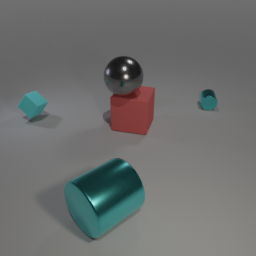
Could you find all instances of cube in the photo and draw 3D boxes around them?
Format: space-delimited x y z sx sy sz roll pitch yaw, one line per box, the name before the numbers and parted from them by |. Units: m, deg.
cube | -3.784 -0.943 11.178 0.700 0.700 0.700 43 27 1
cube | 0.203 -0.745 10.793 1.400 1.400 1.400 8 30 13

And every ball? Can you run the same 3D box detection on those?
ball | -0.154 -1.801 9.803 1.400 1.400 1.400 0 30 0

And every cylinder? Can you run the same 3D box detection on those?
cylinder | -0.555 1.608 6.645 1.400 1.400 1.400 -25 38 -36
cylinder | 3.549 -1.251 12.351 0.700 0.700 0.700 4 34 7
